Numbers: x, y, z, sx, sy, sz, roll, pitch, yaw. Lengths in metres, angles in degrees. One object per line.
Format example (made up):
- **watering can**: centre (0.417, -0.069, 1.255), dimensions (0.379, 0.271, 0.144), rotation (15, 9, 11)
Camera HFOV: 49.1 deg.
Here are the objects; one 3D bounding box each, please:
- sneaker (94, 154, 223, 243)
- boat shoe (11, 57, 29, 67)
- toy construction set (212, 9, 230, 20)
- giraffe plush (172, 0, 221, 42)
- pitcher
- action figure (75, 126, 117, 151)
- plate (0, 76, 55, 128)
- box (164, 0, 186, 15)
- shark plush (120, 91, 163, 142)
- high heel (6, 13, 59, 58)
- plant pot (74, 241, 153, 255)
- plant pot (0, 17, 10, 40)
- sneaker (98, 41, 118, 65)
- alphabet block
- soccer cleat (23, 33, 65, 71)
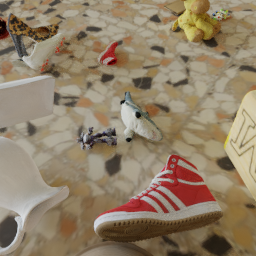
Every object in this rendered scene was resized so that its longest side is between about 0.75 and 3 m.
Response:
- **sneaker**: centre (0.551, 1.474, 6.198), dimensions (2.865, 1.020, 1.611), rotation (0, 49, -23)
- **boat shoe**: centre (-3.795, -2.399, 10.145), dimensions (0.784, 0.294, 0.242), rotation (-5, 51, -6)
- **toy construction set**: centre (4.032, -4.910, 12.237), dimensions (0.588, 0.413, 0.897), rotation (32, 46, 24)
- **giraffe plush**: centre (2.760, -4.661, 11.192), dimensions (1.989, 1.613, 1.716), rotation (35, 58, 26)
- **pitcher**: centre (-2.830, 1.415, 6.339), dimensions (2.311, 1.401, 1.982), rotation (36, 71, 14)
- **action figure**: centre (-0.904, 0.276, 7.817), dimensions (1.166, 0.404, 0.759), rotation (-7, 56, -2)
- **plate**: centre (-2.403, -0.518, 5.816), dimensions (1.710, 1.706, 0.276), rotation (-17, 73, -22)
- **box**: centre (2.374, -5.646, 13.014), dimensions (1.125, 0.120, 0.920), rotation (-31, 57, -24)
- **shark plush**: centre (0.247, -0.330, 8.394), dimensions (0.917, 1.000, 2.201), rotation (3, 25, -23)
- **high heel**: centre (-3.460, -3.872, 10.509), dimensions (0.819, 1.635, 2.293), rotation (25, 54, 20)
- **plant pot**: centre (-0.278, 3.145, 4.870), dimensions (2.539, 1.172, 2.539), rotation (1, 49, -1)
- **plant pot**: centre (-5.267, -4.126, 11.324), dimensions (0.849, 0.849, 0.825), rotation (-22, 45, -18)
- **sneaker**: centre (-0.559, -2.715, 10.398), dimensions (0.661, 0.448, 1.144), rotation (31, 68, 13)
- **alphabet block**: centre (3.885, 0.490, 6.444), dimensions (2.193, 2.204, 2.245), rotation (-11, 50, -11)
- **soccer cleat**: centre (-3.013, -2.942, 10.242), dimensions (0.797, 0.712, 2.054), rotation (33, 54, -10)
